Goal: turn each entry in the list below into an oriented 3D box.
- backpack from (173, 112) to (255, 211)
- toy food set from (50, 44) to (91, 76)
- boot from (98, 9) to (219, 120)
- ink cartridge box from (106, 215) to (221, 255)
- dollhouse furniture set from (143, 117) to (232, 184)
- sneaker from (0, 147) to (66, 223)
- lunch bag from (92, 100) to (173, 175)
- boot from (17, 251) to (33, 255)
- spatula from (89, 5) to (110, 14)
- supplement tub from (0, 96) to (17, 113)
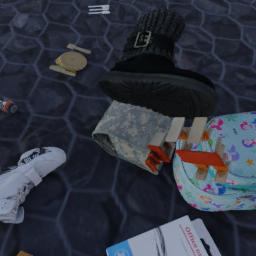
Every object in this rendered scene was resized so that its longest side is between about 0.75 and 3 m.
[{"bbox_3d":[2.526,0.871,7.182,2.654,1.998,2.356,-7,54,1],"label":"backpack"},{"bbox_3d":[-2.111,-2.464,10.503,1.129,0.328,1.635,20,51,5],"label":"toy food set"},{"bbox_3d":[0.910,-1.580,6.355,3.094,1.164,2.313,19,68,37],"label":"boot"},{"bbox_3d":[0.947,2.986,6.263,2.538,0.846,1.470,-18,57,-13],"label":"ink cartridge box"},{"bbox_3d":[1.094,0.539,5.384,1.454,1.470,0.757,2,55,40],"label":"dollhouse furniture set"},{"bbox_3d":[-2.700,1.540,7.257,2.545,0.956,1.462,-22,58,-9],"label":"sneaker"},{"bbox_3d":[0.271,0.022,8.106,2.183,1.283,1.790,24,58,10],"label":"lunch bag"},{"bbox_3d":[-2.939,3.468,5.956,1.868,0.680,1.985,-10,31,36],"label":"boot"},{"bbox_3d":[-1.308,-5.353,12.659,0.944,0.076,0.656,-5,60,-3],"label":"spatula"},{"bbox_3d":[-4.026,-0.765,9.193,0.763,0.408,0.408,24,58,16],"label":"supplement tub"}]
